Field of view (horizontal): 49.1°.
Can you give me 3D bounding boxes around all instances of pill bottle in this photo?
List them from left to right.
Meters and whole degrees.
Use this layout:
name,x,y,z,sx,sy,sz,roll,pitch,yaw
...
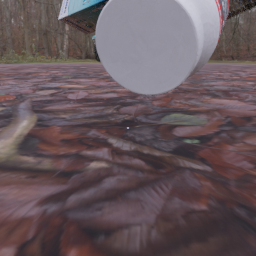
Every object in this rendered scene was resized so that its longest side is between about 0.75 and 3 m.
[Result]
name,x,y,z,sx,sy,sz,roll,pitch,yaw
pill bottle,0.445,-1.094,2.915,1.058,1.058,1.827,6,33,21

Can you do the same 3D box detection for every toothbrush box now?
name,x,y,z,sx,sy,sz,roll,pitch,yaw
toothbrush box,-0.550,-3.210,6.413,0.924,1.586,2.166,17,-7,-42

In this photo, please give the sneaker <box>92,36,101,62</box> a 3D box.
name,x,y,z,sx,sy,sz,roll,pitch,yaw
sneaker,-0.190,-2.372,8.782,1.945,0.887,0.755,1,17,-17

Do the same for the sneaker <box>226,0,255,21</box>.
name,x,y,z,sx,sy,sz,roll,pitch,yaw
sneaker,2.331,-3.434,7.179,2.560,1.273,0.890,-9,-28,41
